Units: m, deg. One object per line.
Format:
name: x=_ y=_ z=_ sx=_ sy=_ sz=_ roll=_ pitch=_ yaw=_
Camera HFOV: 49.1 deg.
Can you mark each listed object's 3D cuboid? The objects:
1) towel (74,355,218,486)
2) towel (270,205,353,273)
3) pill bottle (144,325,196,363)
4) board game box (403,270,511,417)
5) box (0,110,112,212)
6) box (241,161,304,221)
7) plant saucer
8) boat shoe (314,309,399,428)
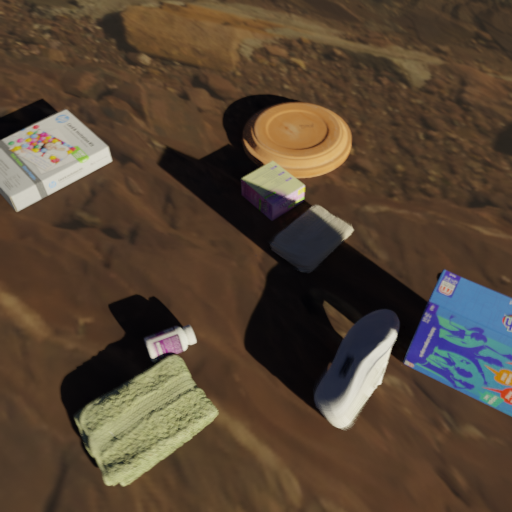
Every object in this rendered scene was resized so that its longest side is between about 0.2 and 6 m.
towel: x=-1.668 y=2.441 z=8.504 sx=1.896 sy=0.346 sz=1.406 roll=-29 pitch=58 yaw=-22
towel: x=1.076 y=-0.341 z=10.837 sx=0.990 sy=0.257 sz=1.493 roll=37 pitch=59 yaw=24
pill bottle: x=-1.416 y=1.428 z=9.273 sx=0.783 sy=0.440 sz=0.440 roll=-19 pitch=53 yaw=-15
board game box: x=3.720 y=1.546 z=8.028 sx=2.865 sy=2.179 sz=0.645 roll=24 pitch=61 yaw=19
box: x=-4.621 y=-2.123 z=12.140 sx=2.321 sy=0.478 sz=1.810 roll=-34 pitch=59 yaw=-26
box: x=0.335 y=-1.347 z=11.495 sx=0.877 sy=0.482 sz=0.997 roll=-33 pitch=57 yaw=-24
plant saucer: x=0.922 y=-2.735 z=12.689 sx=2.468 sy=0.398 sz=2.468 roll=0 pitch=51 yaw=-1
boat shoe: x=1.683 y=1.775 z=8.830 sx=0.734 sy=0.723 sz=2.071 roll=7 pitch=49 yaw=42
